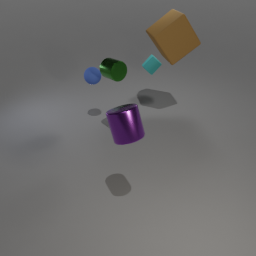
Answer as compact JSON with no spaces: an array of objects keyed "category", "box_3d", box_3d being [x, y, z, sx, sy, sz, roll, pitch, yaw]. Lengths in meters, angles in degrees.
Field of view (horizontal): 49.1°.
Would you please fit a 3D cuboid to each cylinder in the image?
[{"category":"cylinder","box_3d":[-0.503,-2.016,9.656,0.700,0.700,0.700,-22,34,-32]},{"category":"cylinder","box_3d":[-0.050,-0.088,5.977,0.700,0.700,0.700,-14,16,4]},{"category":"cylinder","box_3d":[1.154,-3.066,13.575,0.700,0.700,0.700,40,17,-15]}]

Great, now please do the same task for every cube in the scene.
[{"category":"cube","box_3d":[1.781,-3.647,11.206,1.400,1.400,1.400,-36,31,10]}]

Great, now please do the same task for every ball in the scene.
[{"category":"ball","box_3d":[-1.420,-2.092,11.225,0.700,0.700,0.700,0,31,0]}]
